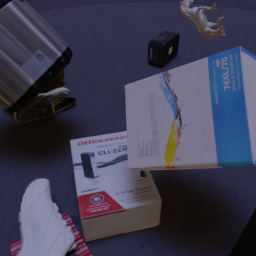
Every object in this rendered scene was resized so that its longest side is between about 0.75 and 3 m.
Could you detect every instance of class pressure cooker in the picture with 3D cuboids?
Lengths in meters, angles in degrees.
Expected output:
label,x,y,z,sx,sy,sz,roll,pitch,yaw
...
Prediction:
label,x,y,z,sx,sy,sz,roll,pitch,yaw
pressure cooker,-3.117,-2.117,7.089,2.497,2.795,2.458,-29,29,33

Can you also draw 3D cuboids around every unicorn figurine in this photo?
label,x,y,z,sx,sy,sz,roll,pitch,yaw
unicorn figurine,2.272,-3.456,8.679,0.632,1.711,1.175,-40,24,-27

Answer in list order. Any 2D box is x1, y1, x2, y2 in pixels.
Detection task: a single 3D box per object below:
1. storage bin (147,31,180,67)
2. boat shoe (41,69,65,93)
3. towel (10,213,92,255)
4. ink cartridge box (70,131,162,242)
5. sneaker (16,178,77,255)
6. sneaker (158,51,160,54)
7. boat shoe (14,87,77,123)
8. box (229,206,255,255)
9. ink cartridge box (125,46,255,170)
label,x,y,z,sx,sy,sz,roll,pitch,yaw
storage bin,1.640,-3.643,12.831,0.776,1.119,1.655,22,44,24
boat shoe,-3.594,-1.649,10.515,1.044,1.042,2.823,14,41,26
towel,-1.472,2.798,5.725,1.417,0.220,1.959,-24,43,-23
ink cartridge box,-0.405,1.275,6.929,1.760,1.022,2.440,-9,40,-11
sneaker,-1.654,2.191,5.734,1.155,0.988,2.651,-4,47,-12
sneaker,1.578,-3.731,13.448,0.846,0.351,0.300,12,40,12
boat shoe,-2.755,-0.766,9.592,0.741,0.806,2.256,25,41,34
box,3.699,1.764,5.481,2.991,2.111,1.179,-20,43,-22
ink cartridge box,1.356,-0.116,5.175,2.343,1.711,1.719,-11,-12,43
